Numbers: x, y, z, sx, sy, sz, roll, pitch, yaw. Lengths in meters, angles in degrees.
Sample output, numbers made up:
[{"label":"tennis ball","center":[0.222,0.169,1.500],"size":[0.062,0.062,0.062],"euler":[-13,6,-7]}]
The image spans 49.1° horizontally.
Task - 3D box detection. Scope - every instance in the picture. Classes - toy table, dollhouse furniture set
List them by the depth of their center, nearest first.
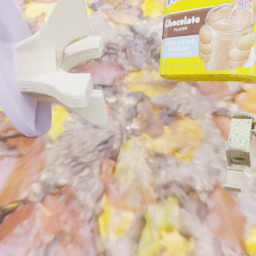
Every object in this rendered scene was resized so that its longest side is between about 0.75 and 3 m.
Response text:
[{"label":"dollhouse furniture set","center":[2.142,0.409,4.509],"size":[1.040,0.654,1.176],"euler":[3,60,28]},{"label":"toy table","center":[-1.275,-1.025,4.785],"size":[1.508,2.576,2.368],"euler":[-6,47,5]}]

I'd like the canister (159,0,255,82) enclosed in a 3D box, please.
[{"label":"canister","center":[1.734,-2.470,5.743],"size":[2.177,1.269,2.931],"euler":[8,97,38]}]
